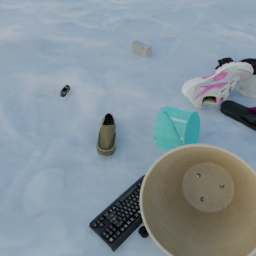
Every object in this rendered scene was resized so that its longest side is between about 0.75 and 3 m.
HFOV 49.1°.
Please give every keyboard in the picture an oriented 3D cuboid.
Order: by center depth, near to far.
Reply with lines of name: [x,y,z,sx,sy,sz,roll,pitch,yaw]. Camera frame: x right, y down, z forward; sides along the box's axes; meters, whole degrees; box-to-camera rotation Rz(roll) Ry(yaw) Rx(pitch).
keyboard: [0.211,2.306,7.719,1.401,0.299,2.333,34,55,29]

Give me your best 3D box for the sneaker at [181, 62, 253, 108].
sneaker: [3.558,-1.561,10.868,2.768,1.126,1.221,-23,67,11]

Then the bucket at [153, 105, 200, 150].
bucket: [1.562,0.067,8.805,1.006,1.546,1.546,10,43,33]

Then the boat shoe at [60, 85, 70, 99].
boat shoe: [-2.619,-1.571,11.642,0.307,0.251,0.831,9,45,9]

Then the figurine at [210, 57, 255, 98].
figurine: [4.662,-2.276,12.024,2.153,0.950,2.206,15,47,26]

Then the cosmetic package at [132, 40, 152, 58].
cosmetic package: [0.666,-3.906,13.811,0.973,0.519,0.439,27,51,27]

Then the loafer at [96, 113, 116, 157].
loafer: [-0.745,0.188,9.588,0.694,0.643,1.846,-1,45,-1]

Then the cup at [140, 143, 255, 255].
cup: [1.882,1.666,6.922,2.756,2.756,1.971,19,8,18]

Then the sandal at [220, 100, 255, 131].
sandal: [4.621,-0.451,10.256,2.536,0.607,0.953,27,51,24]
